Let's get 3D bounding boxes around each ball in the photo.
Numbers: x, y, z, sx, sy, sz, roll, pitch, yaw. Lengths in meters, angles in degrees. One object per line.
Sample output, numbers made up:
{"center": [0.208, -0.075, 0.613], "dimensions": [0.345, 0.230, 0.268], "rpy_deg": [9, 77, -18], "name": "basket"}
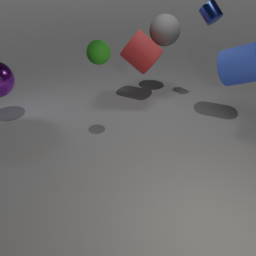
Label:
{"center": [1.672, -4.435, 12.720], "dimensions": [1.400, 1.400, 1.400], "rpy_deg": [0, 29, 0], "name": "ball"}
{"center": [-0.841, -2.166, 8.016], "dimensions": [0.700, 0.700, 0.700], "rpy_deg": [0, 29, 0], "name": "ball"}
{"center": [-5.090, -1.858, 10.730], "dimensions": [1.400, 1.400, 1.400], "rpy_deg": [0, 29, 0], "name": "ball"}

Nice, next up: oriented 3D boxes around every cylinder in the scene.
{"center": [3.288, -4.572, 11.100], "dimensions": [0.700, 0.700, 0.700], "rpy_deg": [-30, -3, -2], "name": "cylinder"}
{"center": [4.294, -2.382, 10.557], "dimensions": [1.400, 1.400, 1.400], "rpy_deg": [-5, 21, 40], "name": "cylinder"}
{"center": [0.593, -3.361, 12.460], "dimensions": [1.400, 1.400, 1.400], "rpy_deg": [39, 30, -9], "name": "cylinder"}
